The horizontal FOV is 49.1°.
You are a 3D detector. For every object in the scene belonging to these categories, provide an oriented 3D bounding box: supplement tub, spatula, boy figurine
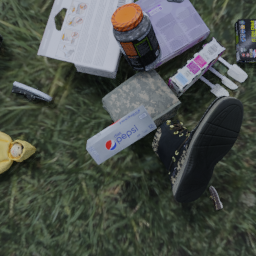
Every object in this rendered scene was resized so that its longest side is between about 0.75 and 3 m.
[{"bbox_3d":[0.251,-2.580,8.095,1.104,1.801,1.104,-10,59,17],"label":"supplement tub"},{"bbox_3d":[3.036,-1.946,9.694,1.894,0.152,1.317,40,89,6],"label":"spatula"},{"bbox_3d":[-4.258,0.826,8.977,2.481,0.799,1.542,2,79,3],"label":"boy figurine"}]

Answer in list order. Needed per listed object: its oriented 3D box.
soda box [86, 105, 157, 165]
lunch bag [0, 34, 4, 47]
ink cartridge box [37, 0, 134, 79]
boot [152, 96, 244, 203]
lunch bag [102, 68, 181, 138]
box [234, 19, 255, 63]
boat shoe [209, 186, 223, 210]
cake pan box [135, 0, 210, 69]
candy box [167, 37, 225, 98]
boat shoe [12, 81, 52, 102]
[{"bbox_3d":[-0.179,0.154,6.795,1.689,0.577,0.536,-33,108,7],"label":"soda box"},{"bbox_3d":[-5.767,-2.859,9.112,2.160,1.549,2.634,39,79,5],"label":"lunch bag"},{"bbox_3d":[-1.274,-3.154,8.948,2.419,0.614,2.746,13,78,3],"label":"ink cartridge box"},{"bbox_3d":[1.618,0.177,7.529,1.087,2.275,3.013,9,117,-21],"label":"boot"},{"bbox_3d":[0.371,-0.689,8.876,2.012,1.183,1.650,-32,74,-11],"label":"lunch bag"},{"bbox_3d":[4.378,-3.011,9.718,1.203,0.332,1.502,1,82,0],"label":"box"},{"bbox_3d":[2.786,2.262,9.031,0.229,0.277,0.771,-23,88,-6],"label":"boat shoe"},{"bbox_3d":[1.176,-3.509,9.647,2.456,0.642,2.262,-32,81,-4],"label":"cake pan box"},{"bbox_3d":[2.124,-1.878,9.030,1.872,1.277,0.571,-44,84,-2],"label":"candy box"},{"bbox_3d":[-3.237,-1.129,9.418,1.445,0.496,0.409,22,88,9],"label":"boat shoe"}]
